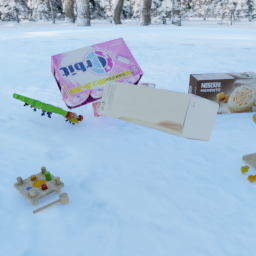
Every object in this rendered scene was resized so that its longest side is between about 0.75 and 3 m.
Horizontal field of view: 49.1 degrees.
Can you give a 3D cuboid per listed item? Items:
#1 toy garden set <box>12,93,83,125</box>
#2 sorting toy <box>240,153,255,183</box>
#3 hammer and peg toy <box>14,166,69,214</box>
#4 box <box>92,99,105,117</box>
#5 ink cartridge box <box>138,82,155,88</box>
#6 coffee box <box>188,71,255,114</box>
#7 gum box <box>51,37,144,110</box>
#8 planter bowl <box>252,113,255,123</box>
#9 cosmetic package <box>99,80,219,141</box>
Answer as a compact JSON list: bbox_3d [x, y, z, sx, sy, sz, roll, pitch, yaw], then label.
[{"bbox_3d":[-2.756,-0.605,9.671,2.127,0.424,1.773,19,2,44],"label":"toy garden set"},{"bbox_3d":[3.453,1.024,7.131,1.466,0.196,1.092,-9,31,-19],"label":"sorting toy"},{"bbox_3d":[-1.878,1.332,6.137,0.874,0.419,1.188,-22,33,-39],"label":"hammer and peg toy"},{"bbox_3d":[-0.837,-0.773,10.234,0.582,0.537,1.134,-5,12,14],"label":"box"},{"bbox_3d":[0.775,-1.711,12.726,0.940,0.449,1.070,3,25,6],"label":"ink cartridge box"},{"bbox_3d":[3.654,-1.343,10.724,2.515,1.438,1.003,-3,25,-5],"label":"coffee box"},{"bbox_3d":[-1.086,-1.813,9.210,2.740,0.906,1.555,-23,75,-23],"label":"gum box"},{"bbox_3d":[5.655,-0.614,9.729,2.334,0.972,2.334,0,24,0],"label":"planter bowl"},{"bbox_3d":[0.511,-0.351,5.253,1.998,0.710,1.051,18,6,44],"label":"cosmetic package"}]
